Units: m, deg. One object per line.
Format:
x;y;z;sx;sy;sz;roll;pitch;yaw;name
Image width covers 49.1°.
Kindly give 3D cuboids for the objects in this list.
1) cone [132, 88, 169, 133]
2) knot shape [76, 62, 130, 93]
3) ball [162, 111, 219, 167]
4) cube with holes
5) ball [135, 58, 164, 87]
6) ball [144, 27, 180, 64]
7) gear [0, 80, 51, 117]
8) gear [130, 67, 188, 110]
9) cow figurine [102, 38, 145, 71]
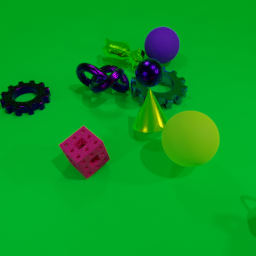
0.643;-0.593;7.998;1.117;1.121;1.117;-4;21;1;cone
-0.670;-1.661;9.372;1.764;0.871;1.885;-7;21;-44;knot shape
1.525;0.267;6.897;1.382;1.382;1.382;0;44;0;ball
-1.084;0.617;7.103;0.801;0.801;0.801;-40;54;-19;cube with holes
0.631;-1.639;8.335;0.853;0.853;0.853;0;44;0;ball
1.297;-3.156;10.704;1.354;1.354;1.354;0;44;0;ball
-3.384;-1.016;9.284;1.571;0.291;1.571;0;44;0;gear
1.040;-1.400;9.529;1.884;0.348;1.884;2;48;-2;gear
-0.174;-2.831;10.622;1.571;0.862;1.545;5;29;-22;cow figurine
